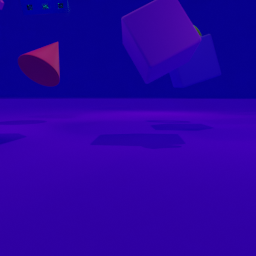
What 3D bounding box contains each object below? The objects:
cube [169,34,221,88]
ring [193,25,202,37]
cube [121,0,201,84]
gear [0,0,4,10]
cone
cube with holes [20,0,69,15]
[{"bbox_3d":[2.035,-2.119,9.081,1.288,1.288,1.288,-19,9,-1],"label":"cube"},{"bbox_3d":[2.087,-3.329,11.112,1.701,1.701,0.340,2,2,19],"label":"ring"},{"bbox_3d":[0.734,-2.098,6.780,1.330,1.330,1.330,-29,-7,-3],"label":"cube"},{"bbox_3d":[-3.519,-3.286,6.348,1.704,1.704,0.315,3,15,24],"label":"gear"},{"bbox_3d":[-3.056,-2.761,10.782,1.646,1.652,1.646,16,-29,9],"label":"cone"},{"bbox_3d":[-2.250,-3.746,7.285,1.150,1.150,1.150,-9,42,-14],"label":"cube with holes"}]
